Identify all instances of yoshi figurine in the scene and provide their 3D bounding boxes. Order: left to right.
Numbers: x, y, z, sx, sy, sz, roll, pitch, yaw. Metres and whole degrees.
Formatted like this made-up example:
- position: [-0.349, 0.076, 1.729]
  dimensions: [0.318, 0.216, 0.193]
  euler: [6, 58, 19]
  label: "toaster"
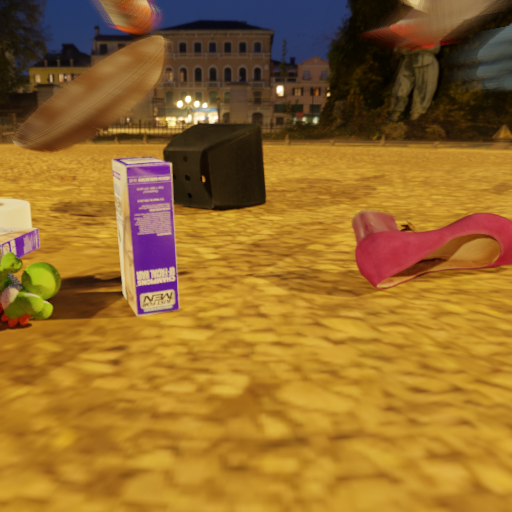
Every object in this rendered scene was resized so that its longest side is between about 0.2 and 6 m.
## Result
- position: [-2.566, 0.296, 6.057]
  dimensions: [1.319, 0.738, 0.741]
  euler: [14, 13, 35]
  label: "yoshi figurine"

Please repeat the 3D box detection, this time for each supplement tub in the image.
- position: [-1.884, -3.629, 8.061]
  dimensions: [0.577, 0.577, 1.078]
  euler: [4, -17, 15]
  label: "supplement tub"

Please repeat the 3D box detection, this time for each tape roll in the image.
- position: [-4.801, -0.579, 9.651]
  dimensions: [1.733, 0.606, 1.733]
  euler: [0, 15, 0]
  label: "tape roll"

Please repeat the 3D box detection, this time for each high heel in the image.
- position: [2.567, 0.094, 7.328]
  dimensions: [2.686, 0.905, 1.291]
  euler: [3, 43, -6]
  label: "high heel"

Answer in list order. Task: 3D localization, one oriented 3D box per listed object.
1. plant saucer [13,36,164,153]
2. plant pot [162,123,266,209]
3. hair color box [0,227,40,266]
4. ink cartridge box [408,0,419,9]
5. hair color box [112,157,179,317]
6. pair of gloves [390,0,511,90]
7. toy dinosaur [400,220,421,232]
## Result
- position: [-2.173, -2.119, 7.547]
  dimensions: [2.402, 0.385, 2.402]
  euler: [-23, 33, 16]
  label: "plant saucer"
- position: [-1.046, -1.958, 12.873]
  dimensions: [1.917, 1.913, 1.701]
  euler: [9, 24, 31]
  label: "plant pot"
- position: [-3.852, -0.162, 8.521]
  dimensions: [0.622, 0.369, 1.137]
  euler: [2, 16, 4]
  label: "hair color box"
- position: [1.436, -3.002, 5.555]
  dimensions: [0.750, 0.852, 0.190]
  euler: [33, -17, -33]
  label: "ink cartridge box"
- position: [-1.238, -0.246, 6.230]
  dimensions: [0.526, 1.623, 0.887]
  euler: [-9, 16, -21]
  label: "hair color box"
- position: [3.107, -3.036, 6.610]
  dimensions: [2.745, 0.313, 2.207]
  euler: [13, -34, -27]
  label: "pair of gloves"
- position: [2.466, -0.041, 8.144]
  dimensions: [1.680, 0.508, 0.892]
  euler: [-1, 45, -21]
  label: "toy dinosaur"
